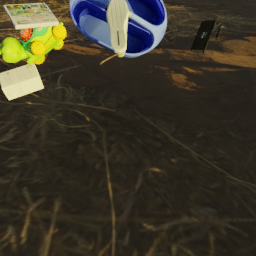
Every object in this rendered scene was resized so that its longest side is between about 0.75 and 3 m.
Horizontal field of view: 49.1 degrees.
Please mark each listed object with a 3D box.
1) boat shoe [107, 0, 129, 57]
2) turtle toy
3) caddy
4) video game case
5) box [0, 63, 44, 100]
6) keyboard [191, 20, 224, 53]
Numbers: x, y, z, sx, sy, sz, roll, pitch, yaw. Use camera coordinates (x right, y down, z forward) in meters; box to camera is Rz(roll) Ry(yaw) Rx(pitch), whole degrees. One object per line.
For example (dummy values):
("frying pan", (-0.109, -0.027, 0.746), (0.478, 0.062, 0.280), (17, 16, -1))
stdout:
("boat shoe", (-0.267, -2.528, 7.046), (0.545, 1.514, 0.469), (1, -11, -2))
("turtle toy", (-2.197, -2.032, 6.563), (1.636, 0.827, 1.192), (-42, 12, -14))
("caddy", (-0.275, -3.295, 8.225), (2.854, 2.017, 1.498), (24, 5, -6))
("video game case", (-1.765, -2.057, 5.116), (0.782, 0.086, 0.712), (-18, 57, -28))
("box", (-2.679, -1.178, 7.037), (0.917, 0.447, 0.571), (-21, 57, -11))
("keyboard", (2.619, -2.994, 9.128), (0.834, 0.135, 1.313), (12, 70, 34))
